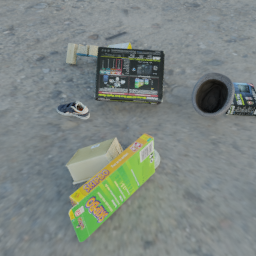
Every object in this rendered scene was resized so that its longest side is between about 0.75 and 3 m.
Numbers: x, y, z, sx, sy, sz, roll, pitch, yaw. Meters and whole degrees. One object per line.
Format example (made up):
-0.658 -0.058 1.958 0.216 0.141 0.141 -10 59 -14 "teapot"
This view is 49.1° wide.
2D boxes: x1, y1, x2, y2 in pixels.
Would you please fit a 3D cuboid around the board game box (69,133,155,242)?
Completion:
-0.287 1.276 6.198 0.378 1.206 2.524 25 49 32 "board game box"

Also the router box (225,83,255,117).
3.792 -0.998 9.508 1.053 0.437 1.405 3 42 4 "router box"

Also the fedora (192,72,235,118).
2.590 -0.957 8.579 1.201 1.358 0.613 16 2 19 "fedora"

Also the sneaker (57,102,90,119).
-1.795 -0.650 9.101 1.154 0.458 0.452 12 47 14 "sneaker"

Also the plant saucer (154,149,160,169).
0.382 0.765 7.648 1.010 0.254 1.010 0 41 0 "plant saucer"

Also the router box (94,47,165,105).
0.062 -1.702 9.288 2.249 0.699 1.685 4 86 0 "router box"

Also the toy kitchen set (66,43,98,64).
-1.672 -2.979 11.698 1.372 0.808 1.099 13 9 27 "toy kitchen set"

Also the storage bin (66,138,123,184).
-0.790 0.767 6.940 1.112 0.521 1.104 -18 16 17 "storage bin"

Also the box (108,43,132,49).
-0.531 -2.582 10.909 1.022 0.421 1.742 1 52 27 "box"
